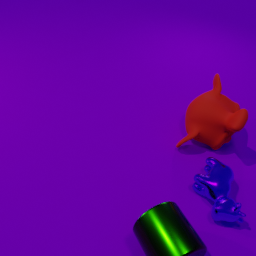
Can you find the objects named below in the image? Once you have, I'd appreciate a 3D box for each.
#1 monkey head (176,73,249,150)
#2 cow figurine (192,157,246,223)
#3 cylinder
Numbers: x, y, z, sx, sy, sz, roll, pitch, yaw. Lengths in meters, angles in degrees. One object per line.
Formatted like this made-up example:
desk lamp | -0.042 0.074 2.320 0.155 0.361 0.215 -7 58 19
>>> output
monkey head | 1.928 -0.259 6.249 1.202 1.435 1.995 30 83 5
cow figurine | 1.819 1.207 5.397 1.123 0.627 1.142 27 56 28
cylinder | 0.667 1.835 4.597 0.897 0.897 0.897 -20 49 -18
